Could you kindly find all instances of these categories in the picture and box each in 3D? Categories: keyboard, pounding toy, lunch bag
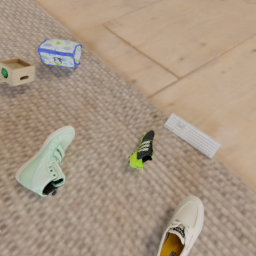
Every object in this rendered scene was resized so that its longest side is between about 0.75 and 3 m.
[{"bbox_3d":[1.811,0.184,8.036,1.707,0.091,0.480,37,102,29],"label":"keyboard"},{"bbox_3d":[-3.738,-1.724,9.002,0.983,0.759,1.068,28,35,25],"label":"pounding toy"},{"bbox_3d":[-2.308,-2.587,9.654,1.226,0.919,1.442,7,12,-2],"label":"lunch bag"}]

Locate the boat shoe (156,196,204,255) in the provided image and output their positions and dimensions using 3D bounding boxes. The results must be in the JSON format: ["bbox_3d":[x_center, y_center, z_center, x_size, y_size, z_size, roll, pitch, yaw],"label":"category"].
[{"bbox_3d":[1.058,2.202,5.795,0.682,0.672,1.924,26,63,22],"label":"boat shoe"}]

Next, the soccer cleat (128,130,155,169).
[{"bbox_3d":[0.499,0.590,7.580,0.539,0.449,1.329,18,50,22],"label":"soccer cleat"}]

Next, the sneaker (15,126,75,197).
[{"bbox_3d":[-1.790,0.873,7.215,1.150,0.718,1.950,27,64,28],"label":"sneaker"}]
